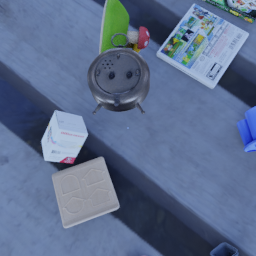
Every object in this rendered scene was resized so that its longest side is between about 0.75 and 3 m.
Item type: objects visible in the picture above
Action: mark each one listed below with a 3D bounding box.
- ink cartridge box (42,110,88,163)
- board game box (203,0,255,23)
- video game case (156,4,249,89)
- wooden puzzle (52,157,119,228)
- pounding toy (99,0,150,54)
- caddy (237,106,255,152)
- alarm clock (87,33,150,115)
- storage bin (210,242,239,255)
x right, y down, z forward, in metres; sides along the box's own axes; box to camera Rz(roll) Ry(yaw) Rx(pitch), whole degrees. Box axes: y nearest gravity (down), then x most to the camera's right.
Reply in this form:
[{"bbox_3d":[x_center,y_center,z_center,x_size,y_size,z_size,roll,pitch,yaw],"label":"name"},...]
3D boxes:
[{"bbox_3d":[-1.890,0.277,8.282,0.903,1.243,0.899,13,33,-33],"label":"ink cartridge box"},{"bbox_3d":[3.918,-5.022,10.690,2.435,0.286,1.276,30,78,9],"label":"board game box"},{"bbox_3d":[2.687,-2.988,10.060,2.344,0.283,2.572,34,77,10],"label":"video game case"},{"bbox_3d":[-1.278,1.898,8.380,1.672,0.418,1.805,-19,57,-6],"label":"wooden puzzle"},{"bbox_3d":[-0.100,-2.302,8.282,1.289,2.777,2.143,7,39,-1],"label":"pounding toy"},{"bbox_3d":[4.594,-0.025,8.362,2.552,1.804,1.340,-17,70,-2],"label":"caddy"},{"bbox_3d":[-0.214,-1.375,6.681,1.465,0.723,2.172,-1,70,4],"label":"alarm clock"},{"bbox_3d":[2.768,3.712,7.731,0.679,0.933,0.626,-33,85,-10],"label":"storage bin"}]
